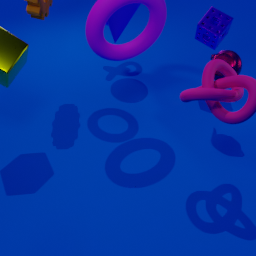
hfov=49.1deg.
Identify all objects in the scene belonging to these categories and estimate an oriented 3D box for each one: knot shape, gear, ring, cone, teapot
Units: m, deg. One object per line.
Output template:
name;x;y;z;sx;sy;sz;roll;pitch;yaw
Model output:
knot shape;1.989;-0.858;5.933;1.584;0.732;1.482;13;50;21
gear;-2.404;-4.019;7.742;0.349;1.885;1.885;11;43;-6
knot shape;-0.633;-4.718;10.578;1.745;1.633;0.806;6;30;-30
ring;-0.022;-2.485;6.792;2.083;2.083;0.417;-17;60;-17
cone;-0.358;-3.604;9.524;1.412;1.417;1.412;7;8;-1
teapot;2.684;-1.682;7.698;0.696;0.883;1.421;8;37;-49

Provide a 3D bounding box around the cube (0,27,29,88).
cube;-3.026;-1.693;6.648;0.918;0.918;0.918;31;66;-13

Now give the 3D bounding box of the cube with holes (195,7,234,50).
cube with holes;2.746;-3.194;9.017;0.790;0.790;0.790;36;82;15
